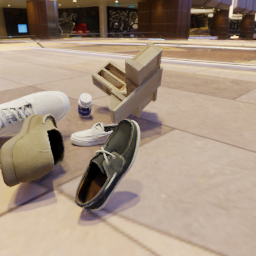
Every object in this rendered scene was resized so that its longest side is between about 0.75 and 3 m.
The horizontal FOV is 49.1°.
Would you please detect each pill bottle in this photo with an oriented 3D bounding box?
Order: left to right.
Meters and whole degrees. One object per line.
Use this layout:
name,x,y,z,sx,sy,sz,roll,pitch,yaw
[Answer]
pill bottle,-1.455,-0.772,9.473,0.473,0.817,0.473,6,56,-9

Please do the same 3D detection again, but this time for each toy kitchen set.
toy kitchen set,-0.476,-1.496,8.769,2.280,2.527,2.062,38,69,19

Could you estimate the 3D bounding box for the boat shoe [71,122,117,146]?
boat shoe,-0.756,0.102,7.661,1.634,0.534,0.601,-6,29,-12

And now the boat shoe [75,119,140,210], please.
boat shoe,-0.333,0.599,4.852,0.627,1.745,0.590,24,-8,31

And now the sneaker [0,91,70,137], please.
sneaker,-3.015,-0.211,7.164,2.978,1.097,1.721,-17,8,-2

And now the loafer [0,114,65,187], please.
loafer,-1.856,0.402,6.137,0.975,1.100,2.893,-2,20,-4
